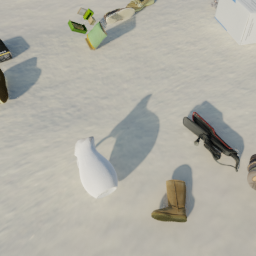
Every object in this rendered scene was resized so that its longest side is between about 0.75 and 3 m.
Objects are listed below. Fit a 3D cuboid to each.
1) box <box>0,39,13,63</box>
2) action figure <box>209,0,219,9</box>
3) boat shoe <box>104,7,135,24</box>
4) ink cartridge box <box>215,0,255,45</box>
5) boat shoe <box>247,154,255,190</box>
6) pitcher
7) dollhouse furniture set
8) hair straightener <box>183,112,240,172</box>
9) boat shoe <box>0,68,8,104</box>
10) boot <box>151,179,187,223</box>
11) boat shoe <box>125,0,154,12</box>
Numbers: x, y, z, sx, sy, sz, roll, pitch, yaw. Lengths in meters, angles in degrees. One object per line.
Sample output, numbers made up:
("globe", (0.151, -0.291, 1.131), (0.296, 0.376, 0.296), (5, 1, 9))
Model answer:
("box", (-4.618, -2.426, 9.225), (1.269, 0.313, 1.013), (-27, 52, -22))
("action figure", (4.096, -5.362, 11.765), (1.497, 0.519, 0.974), (-31, 61, -21))
("boat shoe", (-0.347, -4.480, 11.002), (1.264, 0.454, 0.376), (-26, 56, -15))
("ink cartridge box", (5.099, -4.278, 10.249), (2.974, 1.245, 2.158), (-10, 49, -9))
("boat shoe", (3.376, 1.003, 5.525), (2.114, 0.788, 0.775), (21, 48, -7))
("pitcher", (-0.731, 0.908, 5.852), (0.704, 0.997, 1.162), (-18, 63, -30))
("dollhouse furniture set", (-1.366, -3.326, 9.390), (0.627, 0.818, 1.249), (-2, 57, -48))
("hair straightener", (1.902, 0.374, 6.713), (0.714, 0.380, 1.855), (-24, 57, -20))
("boat shoe", (-3.784, -1.169, 7.988), (0.493, 0.550, 1.485), (-23, 49, -3))
("boot", (0.837, 1.465, 5.726), (0.754, 0.285, 0.861), (11, 48, -8))
("boat shoe", (0.510, -5.299, 11.703), (1.546, 0.486, 0.564), (-31, 55, -25))
